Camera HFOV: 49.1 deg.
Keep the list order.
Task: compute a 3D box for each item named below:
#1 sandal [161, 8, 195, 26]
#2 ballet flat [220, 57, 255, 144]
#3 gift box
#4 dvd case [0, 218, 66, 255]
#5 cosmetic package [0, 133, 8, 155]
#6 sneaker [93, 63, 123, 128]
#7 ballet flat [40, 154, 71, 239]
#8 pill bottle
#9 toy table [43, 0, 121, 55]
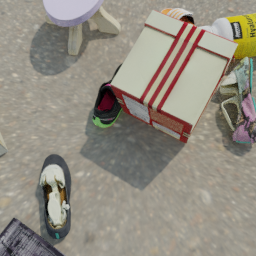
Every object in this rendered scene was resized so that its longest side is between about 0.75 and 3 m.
[{"bbox_3d":[2.055,-3.718,9.891,0.841,0.629,2.196,-36,69,-16],"label":"sandal"},{"bbox_3d":[3.340,-0.902,8.440,1.047,1.017,2.943,-5,63,19],"label":"ballet flat"},{"bbox_3d":[1.201,-1.369,7.768,2.571,2.787,2.602,29,83,9],"label":"gift box"},{"bbox_3d":[-2.354,3.639,6.576,2.559,0.204,1.903,30,68,14],"label":"dvd case"},{"bbox_3d":[-4.430,-0.346,7.900,0.890,1.318,2.505,-28,69,-11],"label":"cosmetic package"},{"bbox_3d":[-0.354,-1.092,8.437,0.882,0.963,2.299,18,66,9],"label":"sneaker"},{"bbox_3d":[-1.862,1.636,7.227,0.839,0.839,2.297,-10,64,-5],"label":"ballet flat"},{"bbox_3d":[3.491,-2.924,9.116,2.439,1.357,1.357,-10,65,-4],"label":"pill bottle"},{"bbox_3d":[-1.605,-4.117,9.470,2.742,1.747,2.983,21,67,10],"label":"toy table"}]
